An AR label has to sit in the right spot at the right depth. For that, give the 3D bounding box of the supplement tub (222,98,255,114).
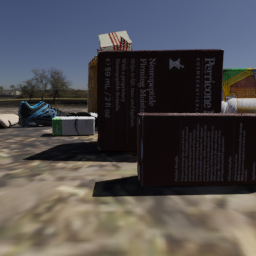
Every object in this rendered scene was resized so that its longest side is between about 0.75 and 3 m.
[{"bbox_3d":[2.496,-0.176,5.826,1.225,0.884,0.884,1,5,16],"label":"supplement tub"}]

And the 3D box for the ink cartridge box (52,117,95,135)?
[{"bbox_3d":[-1.356,-0.059,7.095,1.020,0.429,0.744,-1,5,-7],"label":"ink cartridge box"}]

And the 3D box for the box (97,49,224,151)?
[{"bbox_3d":[0.557,-0.484,5.093,1.967,1.632,1.615,1,5,8],"label":"box"}]

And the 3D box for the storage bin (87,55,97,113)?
[{"bbox_3d":[-1.212,-1.945,14.268,1.388,2.963,2.941,1,5,-14],"label":"storage bin"}]

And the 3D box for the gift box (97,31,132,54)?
[{"bbox_3d":[-0.547,-3.135,11.438,1.408,1.526,1.425,-14,44,-1],"label":"gift box"}]

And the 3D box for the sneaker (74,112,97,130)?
[{"bbox_3d":[-0.894,-0.184,8.339,1.400,0.519,0.619,11,7,12],"label":"sneaker"}]

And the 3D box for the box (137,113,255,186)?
[{"bbox_3d":[0.786,0.194,2.848,1.377,0.690,0.516,1,5,-5],"label":"box"}]

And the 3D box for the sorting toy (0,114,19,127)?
[{"bbox_3d":[-5.339,-0.255,9.461,2.858,0.521,2.646,4,4,-12],"label":"sorting toy"}]

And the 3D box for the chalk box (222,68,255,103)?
[{"bbox_3d":[3.696,-0.763,7.871,2.735,1.702,1.693,-1,5,2],"label":"chalk box"}]

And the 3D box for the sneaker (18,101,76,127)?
[{"bbox_3d":[-2.685,-0.495,9.640,2.093,0.857,0.766,-3,6,-37],"label":"sneaker"}]
